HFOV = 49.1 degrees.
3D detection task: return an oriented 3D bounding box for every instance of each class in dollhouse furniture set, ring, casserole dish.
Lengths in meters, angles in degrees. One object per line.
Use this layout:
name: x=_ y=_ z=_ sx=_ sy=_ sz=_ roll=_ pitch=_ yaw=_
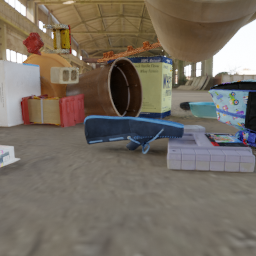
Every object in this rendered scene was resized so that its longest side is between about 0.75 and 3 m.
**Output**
dollhouse furniture set: x=-2.313 y=-1.550 z=8.628 sx=1.608 sy=2.989 sz=1.215 roll=5 pitch=13 yaw=23
ring: x=0.305 y=-2.580 z=8.995 sx=2.732 sy=0.262 sz=2.732 roll=-14 pitch=17 yaw=4
casserole dish: x=3.761 y=-0.675 z=10.806 sx=2.924 sy=0.567 sz=1.771 roll=7 pitch=11 yaw=37

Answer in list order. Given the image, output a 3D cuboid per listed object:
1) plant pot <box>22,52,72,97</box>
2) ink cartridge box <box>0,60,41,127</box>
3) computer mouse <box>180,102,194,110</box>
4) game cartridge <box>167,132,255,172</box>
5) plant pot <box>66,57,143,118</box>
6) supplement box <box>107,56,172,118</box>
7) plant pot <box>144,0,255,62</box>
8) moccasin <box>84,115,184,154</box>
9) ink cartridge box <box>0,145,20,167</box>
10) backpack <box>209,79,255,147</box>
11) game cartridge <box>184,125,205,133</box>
plant pot: x=-3.467 y=-1.561 z=11.234 sx=2.597 sy=2.597 sz=1.818 roll=1 pitch=26 yaw=4
ink cartridge box: x=-4.550 y=-1.144 z=9.192 sx=2.659 sy=1.942 sz=1.951 roll=2 pitch=9 yaw=13
computer mouse: x=3.427 y=-1.081 z=14.505 sx=2.317 sy=0.394 sz=0.679 roll=-1 pitch=-7 yaw=-45
game cartridge: x=1.330 y=0.333 z=4.916 sx=1.268 sy=0.376 sz=1.956 roll=-3 pitch=8 yaw=8
plant pot: x=-0.909 y=-1.235 z=10.128 sx=2.165 sy=2.187 sz=2.187 roll=-5 pitch=5 yaw=33
supplement box: x=0.495 y=-1.650 z=11.339 sx=2.309 sy=2.306 sz=1.550 roll=3 pitch=9 yaw=22
plant pot: x=1.543 y=-2.821 z=5.952 sx=2.893 sy=2.893 sz=2.510 roll=1 pitch=-23 yaw=6
moccasin: x=0.102 y=0.120 z=5.351 sx=1.904 sy=0.649 sz=0.766 roll=4 pitch=1 yaw=19
ink cartridge box: x=-2.095 y=0.442 z=4.312 sx=0.469 sy=0.270 sz=0.801 roll=3 pitch=9 yaw=17
backpack: x=2.764 y=-0.352 z=5.839 sx=1.869 sy=1.377 sz=2.047 roll=-8 pitch=12 yaw=-41
game cartridge: x=1.552 y=0.040 z=7.406 sx=0.881 sy=0.178 sz=0.587 roll=0 pitch=5 yaw=-2
